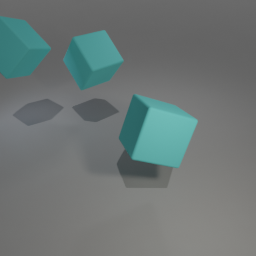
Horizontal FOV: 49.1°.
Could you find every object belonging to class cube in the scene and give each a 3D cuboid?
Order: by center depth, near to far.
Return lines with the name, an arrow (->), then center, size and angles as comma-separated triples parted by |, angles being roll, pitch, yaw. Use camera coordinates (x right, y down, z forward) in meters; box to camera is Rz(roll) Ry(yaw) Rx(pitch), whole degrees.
cube -> 0.740, 0.059, 7.540 | 1.400, 1.400, 1.400 | 13, 16, -21
cube -> -3.811, -2.704, 9.516 | 1.400, 1.400, 1.400 | 47, 20, -2
cube -> -1.286, -2.459, 10.215 | 1.400, 1.400, 1.400 | -27, 82, -34
